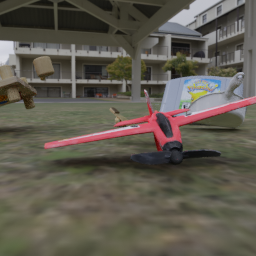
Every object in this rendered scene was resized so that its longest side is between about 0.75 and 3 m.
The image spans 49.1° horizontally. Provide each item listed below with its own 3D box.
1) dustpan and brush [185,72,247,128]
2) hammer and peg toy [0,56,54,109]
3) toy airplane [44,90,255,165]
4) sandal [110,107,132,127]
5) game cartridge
[{"bbox_3d":[2.094,-0.564,6.088,1.371,0.562,1.965,8,-14,2],"label":"dustpan and brush"},{"bbox_3d":[-2.646,-0.778,6.273,2.253,0.794,1.657,-19,-1,-5],"label":"hammer and peg toy"},{"bbox_3d":[0.354,-0.057,3.720,2.769,0.509,2.769,-12,16,4],"label":"toy airplane"},{"bbox_3d":[-0.230,-0.193,7.420,0.323,0.290,0.882,7,32,-52],"label":"sandal"},{"bbox_3d":[2.085,-0.823,8.051,2.228,1.486,0.451,4,-32,23],"label":"game cartridge"}]
